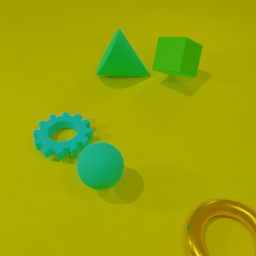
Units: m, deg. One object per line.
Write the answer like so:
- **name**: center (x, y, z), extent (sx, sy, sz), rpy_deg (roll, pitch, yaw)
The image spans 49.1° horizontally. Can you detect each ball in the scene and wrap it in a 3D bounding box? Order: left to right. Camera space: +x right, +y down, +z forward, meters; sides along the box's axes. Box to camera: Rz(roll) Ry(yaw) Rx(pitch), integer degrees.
- **ball**: center (-0.554, 0.764, 5.661), extent (0.965, 0.965, 0.965), rpy_deg (0, 49, 0)

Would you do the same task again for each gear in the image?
- **gear**: center (-1.583, 0.159, 6.865), extent (1.398, 0.259, 1.398), rpy_deg (0, 43, 0)

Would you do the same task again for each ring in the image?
- **ring**: center (1.902, 2.110, 5.254), extent (1.690, 0.338, 1.690), rpy_deg (0, 49, 0)

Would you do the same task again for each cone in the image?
- **cone**: center (0.043, -1.920, 8.413), extent (1.510, 1.505, 1.505), rpy_deg (26, 48, -16)

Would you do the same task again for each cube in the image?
- **cube**: center (1.413, -2.012, 8.001), extent (0.951, 0.951, 0.951), rpy_deg (16, 9, 41)
